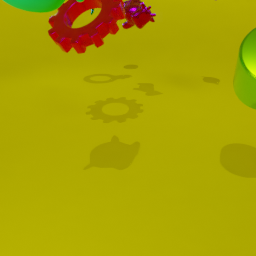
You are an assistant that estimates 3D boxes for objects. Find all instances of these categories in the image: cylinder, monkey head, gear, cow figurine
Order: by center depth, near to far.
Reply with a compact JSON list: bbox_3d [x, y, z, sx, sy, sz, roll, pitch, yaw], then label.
[{"bbox_3d":[-1.087,-2.108,3.341,1.135,1.355,1.883,11,18,19],"label":"monkey head"},{"bbox_3d":[2.253,-0.926,4.412,1.050,1.050,1.050,10,-14,19],"label":"cylinder"},{"bbox_3d":[-0.987,-2.589,6.573,1.857,0.344,1.857,-10,60,18],"label":"gear"},{"bbox_3d":[0.275,-3.434,8.293,1.262,0.704,1.282,-11,50,35],"label":"cow figurine"}]

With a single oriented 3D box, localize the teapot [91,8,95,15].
[{"bbox_3d":[-0.914,-4.326,9.298,0.756,1.216,0.595,22,34,-40],"label":"teapot"}]
